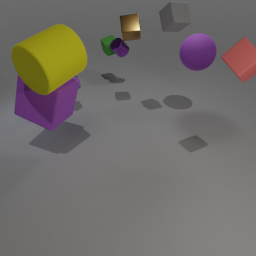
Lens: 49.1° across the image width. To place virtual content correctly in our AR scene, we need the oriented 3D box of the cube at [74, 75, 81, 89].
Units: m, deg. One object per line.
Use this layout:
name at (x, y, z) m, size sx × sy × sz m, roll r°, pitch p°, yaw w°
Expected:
cube at (-2.490, -1.941, 11.726) m, size 0.700 × 0.700 × 0.700 m, roll -22°, pitch -8°, yaw 10°

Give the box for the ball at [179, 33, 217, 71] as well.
ball at (2.708, -2.936, 10.882) m, size 1.400 × 1.400 × 1.400 m, roll 0°, pitch 32°, yaw 0°

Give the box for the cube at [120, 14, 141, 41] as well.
cube at (0.091, -3.796, 10.612) m, size 0.700 × 0.700 × 0.700 m, roll -7°, pitch -9°, yaw 1°

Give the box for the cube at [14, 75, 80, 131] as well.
cube at (-2.590, -1.011, 9.021) m, size 1.400 × 1.400 × 1.400 m, roll 24°, pitch 31°, yaw 8°

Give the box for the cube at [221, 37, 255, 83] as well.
cube at (2.873, -1.660, 6.920) m, size 0.700 × 0.700 × 0.700 m, roll 9°, pitch 45°, yaw -57°

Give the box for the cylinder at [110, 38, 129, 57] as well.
cylinder at (-0.403, -3.969, 13.836) m, size 0.700 × 0.700 × 0.700 m, roll 33°, pitch 0°, yaw 41°

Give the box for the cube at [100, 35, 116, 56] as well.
cube at (-0.931, -4.260, 14.494) m, size 0.700 × 0.700 × 0.700 m, roll -25°, pitch 51°, yaw -13°

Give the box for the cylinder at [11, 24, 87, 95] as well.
cylinder at (-2.047, -1.809, 7.397) m, size 1.400 × 1.400 × 1.400 m, roll 22°, pitch 49°, yaw 30°

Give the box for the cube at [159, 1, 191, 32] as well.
cube at (1.547, -3.656, 9.247) m, size 0.700 × 0.700 × 0.700 m, roll -9°, pitch -3°, yaw -27°
